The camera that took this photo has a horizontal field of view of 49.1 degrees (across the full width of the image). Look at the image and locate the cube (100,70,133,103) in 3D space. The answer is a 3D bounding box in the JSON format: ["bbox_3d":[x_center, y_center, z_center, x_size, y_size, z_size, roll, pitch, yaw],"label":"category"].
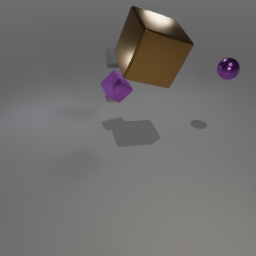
[{"bbox_3d":[-0.391,-1.424,9.667,0.700,0.700,0.700,23,32,-51],"label":"cube"}]

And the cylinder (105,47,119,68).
[{"bbox_3d":[-0.575,-2.918,11.665,0.700,0.700,0.700,-7,-3,0],"label":"cylinder"}]

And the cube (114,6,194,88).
[{"bbox_3d":[0.609,-2.111,7.421,1.400,1.400,1.400,8,41,-24],"label":"cube"}]

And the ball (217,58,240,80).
[{"bbox_3d":[3.182,-1.876,8.888,0.700,0.700,0.700,0,30,0],"label":"ball"}]
